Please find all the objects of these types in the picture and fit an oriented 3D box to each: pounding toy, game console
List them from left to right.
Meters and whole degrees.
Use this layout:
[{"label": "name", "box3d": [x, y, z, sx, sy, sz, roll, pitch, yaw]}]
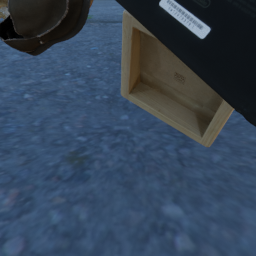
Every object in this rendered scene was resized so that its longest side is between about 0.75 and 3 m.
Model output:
[{"label": "pounding toy", "box3d": [1.233, -1.175, 4.151, 2.132, 2.316, 1.647, 32, 63, 16]}, {"label": "game console", "box3d": [0.894, -0.935, 1.718, 0.943, 1.425, 1.621, 11, 35, -51]}]

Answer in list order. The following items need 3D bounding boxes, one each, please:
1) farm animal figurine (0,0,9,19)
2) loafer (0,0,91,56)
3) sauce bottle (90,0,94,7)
[{"label": "farm animal figurine", "box3d": [-2.723, -3.062, 5.681, 0.717, 1.361, 1.376, -44, 14, -26]}, {"label": "loafer", "box3d": [-1.577, -1.931, 4.892, 0.934, 0.956, 2.619, -7, -7, -42]}, {"label": "sauce bottle", "box3d": [-1.663, -3.651, 7.347, 1.554, 0.513, 0.513, 27, 30, -7]}]
